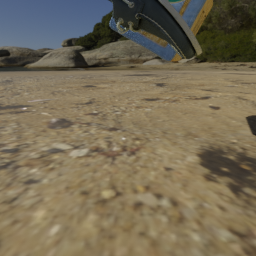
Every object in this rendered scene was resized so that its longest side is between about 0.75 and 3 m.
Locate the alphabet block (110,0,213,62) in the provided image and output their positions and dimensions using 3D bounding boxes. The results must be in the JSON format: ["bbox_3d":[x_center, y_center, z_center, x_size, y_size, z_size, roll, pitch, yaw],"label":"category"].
[{"bbox_3d":[1.161,-3.671,8.950,2.325,2.337,2.380,34,21,8],"label":"alphabet block"}]

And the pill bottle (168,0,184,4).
[{"bbox_3d":[0.958,-3.308,5.177,1.584,1.584,2.859,1,17,2],"label":"pill bottle"}]

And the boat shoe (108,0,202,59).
[{"bbox_3d":[0.086,-1.833,4.389,2.534,0.783,0.922,49,11,15],"label":"boat shoe"}]
